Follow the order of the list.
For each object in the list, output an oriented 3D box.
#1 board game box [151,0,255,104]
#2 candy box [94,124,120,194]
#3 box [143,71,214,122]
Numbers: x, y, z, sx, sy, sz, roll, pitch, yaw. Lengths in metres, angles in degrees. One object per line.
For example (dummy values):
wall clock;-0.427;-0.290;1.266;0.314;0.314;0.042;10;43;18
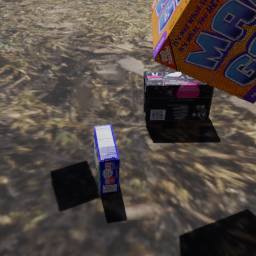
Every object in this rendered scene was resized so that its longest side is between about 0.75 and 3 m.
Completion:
board game box;1.414;-1.656;3.743;1.635;1.635;1.636;19;44;-16
candy box;-0.440;0.593;5.548;0.407;0.894;1.057;-4;37;-10
box;1.225;-0.828;7.222;1.638;1.082;0.940;-1;34;0
